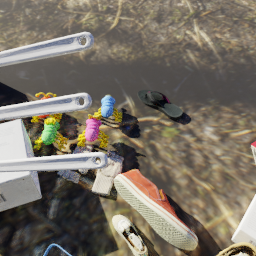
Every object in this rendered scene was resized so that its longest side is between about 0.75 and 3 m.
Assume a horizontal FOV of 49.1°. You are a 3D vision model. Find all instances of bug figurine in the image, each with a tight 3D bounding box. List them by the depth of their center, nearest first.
[{"bbox_3d":[-1.501,-0.283,7.873,2.688,0.692,2.085,-1,43,-2],"label":"bug figurine"}]

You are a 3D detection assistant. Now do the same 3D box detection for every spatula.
[{"bbox_3d":[-1.682,-0.152,3.795,2.915,2.027,0.234,-5,6,16],"label":"spatula"}]

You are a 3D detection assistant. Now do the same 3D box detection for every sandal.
[{"bbox_3d":[1.001,-0.846,8.641,1.626,0.389,0.611,33,56,26],"label":"sandal"}]

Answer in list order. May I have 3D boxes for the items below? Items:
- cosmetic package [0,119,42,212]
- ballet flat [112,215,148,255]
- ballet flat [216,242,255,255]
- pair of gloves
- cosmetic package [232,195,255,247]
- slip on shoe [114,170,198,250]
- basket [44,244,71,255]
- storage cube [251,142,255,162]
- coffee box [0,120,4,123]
[{"bbox_3d":[-3.162,0.947,6.569,1.788,1.102,1.793,-15,50,-13],"label":"cosmetic package"},{"bbox_3d":[0.055,2.234,5.941,0.379,0.350,1.123,-30,55,-24],"label":"ballet flat"},{"bbox_3d":[1.253,2.946,4.939,2.873,0.906,0.986,-30,54,-23],"label":"ballet flat"},{"bbox_3d":[-0.894,0.970,7.127,1.466,0.257,1.247,18,51,14],"label":"pair of gloves"},{"bbox_3d":[3.135,1.865,6.049,0.952,0.669,1.878,31,55,25],"label":"cosmetic package"},{"bbox_3d":[0.642,1.692,6.158,0.699,0.847,2.286,-30,50,-29],"label":"slip on shoe"},{"bbox_3d":[-1.336,2.849,5.079,1.024,0.808,1.161,24,60,21],"label":"basket"},{"bbox_3d":[2.991,0.595,5.014,1.005,1.118,0.956,-31,34,2],"label":"storage cube"},{"bbox_3d":[-4.970,-1.100,8.405,1.541,1.074,2.695,-25,53,-21],"label":"coffee box"}]
